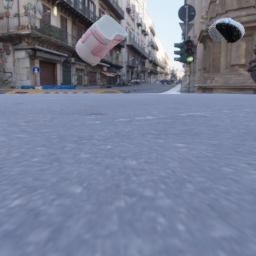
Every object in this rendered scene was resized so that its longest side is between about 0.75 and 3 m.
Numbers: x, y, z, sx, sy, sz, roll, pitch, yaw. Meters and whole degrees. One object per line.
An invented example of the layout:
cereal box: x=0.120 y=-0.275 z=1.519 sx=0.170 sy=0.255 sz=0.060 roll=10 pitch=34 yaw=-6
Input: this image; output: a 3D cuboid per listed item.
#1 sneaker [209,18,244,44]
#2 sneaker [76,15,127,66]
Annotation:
sneaker: x=3.022 y=-3.009 z=8.414 sx=0.749 sy=0.743 sz=2.067 roll=-35 pitch=16 yaw=10
sneaker: x=-1.062 y=-3.271 z=10.550 sx=1.528 sy=1.100 sz=2.922 roll=-41 pitch=9 yaw=27
